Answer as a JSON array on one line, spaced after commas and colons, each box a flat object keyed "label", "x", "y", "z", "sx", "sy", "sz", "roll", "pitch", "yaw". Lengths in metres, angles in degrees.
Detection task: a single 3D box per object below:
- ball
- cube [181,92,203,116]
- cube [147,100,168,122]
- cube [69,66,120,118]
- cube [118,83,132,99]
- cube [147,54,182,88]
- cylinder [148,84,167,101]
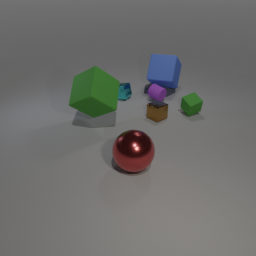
[{"label": "ball", "x": 0.183, "y": 0.750, "z": 9.195, "sx": 1.400, "sy": 1.400, "sz": 1.400, "roll": 0, "pitch": 29, "yaw": 0}, {"label": "cube", "x": 2.946, "y": -1.101, "z": 12.992, "sx": 0.700, "sy": 0.700, "sz": 0.700, "roll": -23, "pitch": 54, "yaw": -15}, {"label": "cube", "x": 1.328, "y": -0.774, "z": 12.710, "sx": 0.700, "sy": 0.700, "sz": 0.700, "roll": -23, "pitch": 35, "yaw": -35}, {"label": "cube", "x": -1.357, "y": -1.427, "z": 11.441, "sx": 1.400, "sy": 1.400, "sz": 1.400, "roll": -15, "pitch": -30, "yaw": 39}, {"label": "cube", "x": -0.295, "y": -1.948, "z": 14.747, "sx": 0.700, "sy": 0.700, "sz": 0.700, "roll": 3, "pitch": 26, "yaw": 30}, {"label": "cube", "x": 1.963, "y": -3.033, "z": 15.040, "sx": 1.400, "sy": 1.400, "sz": 1.400, "roll": 10, "pitch": -3, "yaw": 22}, {"label": "cylinder", "x": 1.494, "y": -1.816, "z": 14.351, "sx": 0.700, "sy": 0.700, "sz": 0.700, "roll": 33, "pitch": 42, "yaw": 31}]
